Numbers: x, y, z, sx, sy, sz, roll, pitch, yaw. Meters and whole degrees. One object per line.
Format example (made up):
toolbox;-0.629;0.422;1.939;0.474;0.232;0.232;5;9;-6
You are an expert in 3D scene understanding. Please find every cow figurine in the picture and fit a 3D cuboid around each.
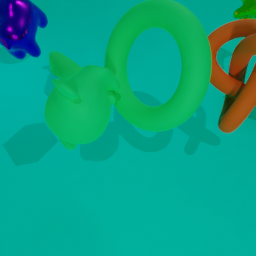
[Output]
cow figurine;2.975;-3.023;6.011;1.334;0.744;1.356;-5;79;45
cow figurine;-2.268;-2.320;5.412;0.893;1.600;1.626;-1;73;19

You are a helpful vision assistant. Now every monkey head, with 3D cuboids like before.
monkey head;-0.887;-0.454;4.317;1.418;1.971;1.188;34;63;6

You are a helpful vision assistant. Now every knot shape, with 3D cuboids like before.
knot shape;1.705;-0.886;4.129;0.798;1.727;1.616;-4;66;-23

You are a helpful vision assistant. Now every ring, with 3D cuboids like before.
ring;0.369;-0.959;4.489;0.412;2.059;2.059;-12;45;-45
